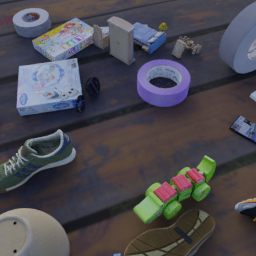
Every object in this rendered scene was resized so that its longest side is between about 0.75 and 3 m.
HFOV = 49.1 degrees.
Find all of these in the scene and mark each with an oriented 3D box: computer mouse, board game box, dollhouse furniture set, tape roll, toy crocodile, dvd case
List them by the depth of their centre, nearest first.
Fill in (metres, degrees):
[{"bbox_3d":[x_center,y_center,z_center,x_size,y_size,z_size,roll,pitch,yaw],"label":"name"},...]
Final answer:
[{"bbox_3d":[1.456,1.770,8.128,2.905,0.897,0.981,-24,48,-23],"label":"toy crocodile"},{"bbox_3d":[4.335,0.059,10.118,1.096,0.096,0.782,34,60,24],"label":"dvd case"},{"bbox_3d":[-1.602,-1.279,10.724,0.373,0.643,2.194,-13,33,27],"label":"computer mouse"},{"bbox_3d":[-3.108,-1.703,11.220,2.424,0.528,2.436,-9,52,-7],"label":"board game box"},{"bbox_3d":[1.410,-1.834,11.237,2.079,0.682,2.079,0,52,-1],"label":"tape roll"},{"bbox_3d":[5.103,-3.590,11.262,2.791,2.791,0.922,-22,56,-17],"label":"tape roll"},{"bbox_3d":[0.157,-4.614,12.678,2.516,1.739,2.666,36,61,23],"label":"dollhouse furniture set"},{"bbox_3d":[2.607,-3.647,12.846,1.067,0.694,0.980,-19,52,-41],"label":"dollhouse furniture set"},{"bbox_3d":[-2.879,-4.139,13.145,1.745,0.444,2.596,37,62,26],"label":"board game box"},{"bbox_3d":[-4.787,-5.289,14.021,1.763,0.582,1.763,0,53,0],"label":"tape roll"}]

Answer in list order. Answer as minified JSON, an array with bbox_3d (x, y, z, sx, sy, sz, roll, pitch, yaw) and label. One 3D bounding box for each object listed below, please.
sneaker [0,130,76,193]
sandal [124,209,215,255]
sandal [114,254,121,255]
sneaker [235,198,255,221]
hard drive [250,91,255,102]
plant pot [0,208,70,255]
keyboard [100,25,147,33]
[{"bbox_3d":[-3.114,0.901,8.666,2.945,1.322,0.988,-23,55,-17],"label":"sneaker"},{"bbox_3d":[1.183,3.079,7.366,2.815,0.760,1.131,-18,43,-33],"label":"sandal"},{"bbox_3d":[-0.519,3.838,6.758,2.017,0.802,0.878,-30,57,-33],"label":"sandal"},{"bbox_3d":[4.002,2.528,7.774,1.989,0.778,0.768,13,60,10],"label":"sneaker"},{"bbox_3d":[5.816,-0.937,10.810,1.188,0.240,1.801,-26,57,-19],"label":"hard drive"},{"bbox_3d":[-2.741,2.970,6.890,2.343,1.573,2.343,0,52,0],"label":"plant pot"},{"bbox_3d":[-0.359,-4.799,13.915,2.739,0.146,0.771,-5,52,-3],"label":"keyboard"}]
